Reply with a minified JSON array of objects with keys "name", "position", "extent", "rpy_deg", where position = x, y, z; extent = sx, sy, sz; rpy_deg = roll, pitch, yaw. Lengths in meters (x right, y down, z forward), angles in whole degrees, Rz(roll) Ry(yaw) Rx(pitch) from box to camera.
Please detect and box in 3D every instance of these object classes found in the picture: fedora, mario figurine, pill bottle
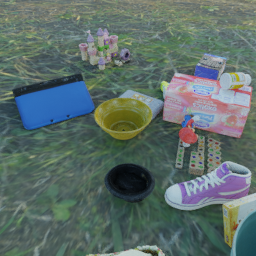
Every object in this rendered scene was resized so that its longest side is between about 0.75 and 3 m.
[{"name":"fedora","position":[0.048,1.535,7.344],"extent":[1.335,0.610,1.335],"rpy_deg":[-2,37,2]},{"name":"mario figurine","position":[1.992,0.101,8.822],"extent":[0.683,0.796,1.289],"rpy_deg":[-12,27,18]},{"name":"pill bottle","position":[3.484,-1.529,9.045],"extent":[0.920,0.511,0.511],"rpy_deg":[-7,40,-22]}]

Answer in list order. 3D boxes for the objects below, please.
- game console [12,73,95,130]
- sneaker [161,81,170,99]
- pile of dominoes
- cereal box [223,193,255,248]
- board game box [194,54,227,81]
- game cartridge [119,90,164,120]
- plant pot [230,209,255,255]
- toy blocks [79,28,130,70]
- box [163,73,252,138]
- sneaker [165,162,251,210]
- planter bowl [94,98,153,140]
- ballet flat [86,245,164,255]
[{"name":"game console","position":[-2.897,-1.068,10.742],"extent":[2.603,1.540,2.222],"rpy_deg":[-17,12,-20]},{"name":"sneaker","position":[1.694,-1.501,11.084],"extent":[0.647,0.467,1.232],"rpy_deg":[-2,39,-3]},{"name":"pile of dominoes","position":[2.202,0.719,8.588],"extent":[1.334,0.273,1.712],"rpy_deg":[9,41,10]},{"name":"cereal box","position":[2.870,2.043,6.434],"extent":[1.417,1.019,0.280],"rpy_deg":[-14,16,-14]},{"name":"board game box","position":[3.622,-2.644,12.320],"extent":[1.017,0.618,1.276],"rpy_deg":[19,44,21]},{"name":"game cartridge","position":[0.381,-0.868,10.466],"extent":[1.674,0.348,1.114],"rpy_deg":[22,41,24]},{"name":"plant pot","position":[2.944,2.862,4.945],"extent":[2.494,1.671,2.494],"rpy_deg":[0,40,0]},{"name":"toy blocks","position":[-1.096,-3.887,13.046],"extent":[1.772,1.596,1.896],"rpy_deg":[-29,48,-30]},{"name":"box","position":[2.686,-0.812,9.623],"extent":[2.684,1.271,1.377],"rpy_deg":[14,42,16]},{"name":"sneaker","position":[2.003,1.351,7.063],"extent":[2.156,1.229,0.781],"rpy_deg":[-7,40,-4]},{"name":"planter bowl","position":[-0.148,-0.171,9.253],"extent":[1.875,0.781,1.875],"rpy_deg":[0,39,0]},{"name":"ballet flat","position":[-0.445,2.838,5.629],"extent":[2.608,0.834,0.986],"rpy_deg":[-10,41,-11]}]
